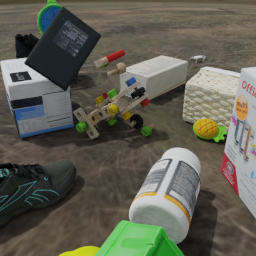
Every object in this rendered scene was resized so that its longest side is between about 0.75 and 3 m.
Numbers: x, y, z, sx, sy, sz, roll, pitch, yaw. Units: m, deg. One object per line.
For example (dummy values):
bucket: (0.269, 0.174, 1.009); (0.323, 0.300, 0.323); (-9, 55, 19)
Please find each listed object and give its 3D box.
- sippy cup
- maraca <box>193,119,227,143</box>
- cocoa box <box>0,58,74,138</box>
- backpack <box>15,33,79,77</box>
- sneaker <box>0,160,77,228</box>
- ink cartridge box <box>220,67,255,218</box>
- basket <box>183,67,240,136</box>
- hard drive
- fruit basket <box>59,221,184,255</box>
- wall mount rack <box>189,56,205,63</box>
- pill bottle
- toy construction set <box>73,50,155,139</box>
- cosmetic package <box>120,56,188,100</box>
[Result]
sippy cup: (-2.245, -3.146, 8.361); (1.025, 1.305, 0.956); (24, 8, -31)
maraca: (2.429, 0.062, 8.323); (0.988, 0.528, 0.677); (24, 71, 24)
cocoa box: (-3.020, -1.139, 9.208); (1.763, 1.735, 2.644); (-14, 32, -23)
backpack: (-3.434, -3.011, 12.269); (2.683, 2.239, 1.698); (-2, 25, -16)
sneaker: (-2.183, 1.199, 5.821); (0.994, 1.045, 2.637); (23, 36, 38)
ink cartridge box: (3.394, 0.271, 5.694); (1.976, 2.732, 1.985); (-5, 30, -8)
basket: (3.035, -0.802, 8.801); (2.335, 1.583, 1.440); (22, 38, 33)
hard drive: (-1.787, -2.176, 7.783); (1.314, 1.883, 0.310); (34, -7, -18)
fruit basket: (-0.274, 2.309, 3.953); (2.011, 1.450, 2.011); (-37, 4, 3)
wall mount rack: (3.808, -3.828, 15.457); (0.823, 0.307, 0.715); (-10, 35, -18)
pill bottle: (0.845, 1.261, 5.613); (1.105, 1.105, 1.900); (12, 32, 20)
toy construction set: (-0.657, -0.794, 8.156); (2.066, 2.478, 1.904); (15, 37, 40)
cosmetic package: (1.121, -2.146, 11.708); (1.471, 1.039, 2.841); (25, 39, 36)
